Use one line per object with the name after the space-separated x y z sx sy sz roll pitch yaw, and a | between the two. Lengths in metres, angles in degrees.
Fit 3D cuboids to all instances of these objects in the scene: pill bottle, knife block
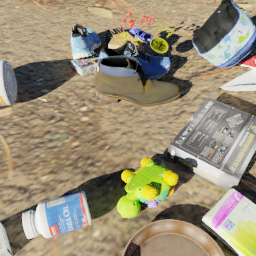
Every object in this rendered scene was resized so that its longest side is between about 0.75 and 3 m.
-1.580 1.995 6.324 1.412 0.793 0.793 -15 48 -12 | pill bottle
-5.104 -1.349 9.004 2.631 1.474 1.474 -6 47 -7 | pill bottle
-0.085 -3.576 11.698 1.939 0.620 1.702 13 49 13 | knife block

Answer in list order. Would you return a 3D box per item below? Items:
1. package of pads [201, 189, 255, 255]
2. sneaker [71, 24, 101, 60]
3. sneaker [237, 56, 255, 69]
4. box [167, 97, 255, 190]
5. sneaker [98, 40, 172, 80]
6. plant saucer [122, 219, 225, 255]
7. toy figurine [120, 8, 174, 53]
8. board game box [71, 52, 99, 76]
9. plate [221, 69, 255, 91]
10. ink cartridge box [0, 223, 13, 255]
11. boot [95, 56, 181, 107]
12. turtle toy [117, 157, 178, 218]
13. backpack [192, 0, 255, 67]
2.610 2.209 6.316 1.146 0.506 1.484 -35 57 -27 | package of pads
-1.699 -3.636 11.159 0.982 1.126 2.504 -10 31 7 | sneaker
4.708 -2.637 10.891 0.884 0.511 0.346 20 48 16 | sneaker
2.608 0.332 8.008 1.995 0.609 2.519 27 52 23 | box
0.259 -2.468 10.232 2.743 1.223 1.077 1 47 -4 | sneaker
0.938 2.973 5.685 2.209 0.381 2.209 0 47 0 | plant saucer
0.757 -3.692 10.924 2.020 1.066 1.210 25 15 3 | toy figurine
-1.536 -2.497 10.888 1.065 0.342 0.786 -29 52 -24 | board game box
4.507 -1.663 9.614 1.879 0.304 1.875 -28 18 -24 | plate
-3.093 2.610 5.990 1.004 0.417 0.736 -22 50 -20 | ink cartridge box
0.357 -1.552 9.200 2.952 1.431 1.103 1 52 0 | boot
0.420 1.483 6.758 1.654 0.836 1.205 -31 31 -22 | turtle toy
3.604 -3.273 10.192 1.671 2.081 2.274 33 32 -19 | backpack
